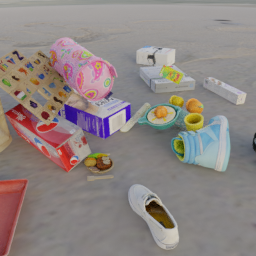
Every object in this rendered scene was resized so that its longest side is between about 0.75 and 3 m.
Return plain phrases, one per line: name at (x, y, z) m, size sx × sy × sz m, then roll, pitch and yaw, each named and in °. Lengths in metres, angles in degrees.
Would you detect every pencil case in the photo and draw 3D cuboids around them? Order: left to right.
pencil case at (-1.282, -1.635, 7.511) m, size 1.136 × 1.136 × 2.599 m, roll -15°, pitch 33°, yaw -25°

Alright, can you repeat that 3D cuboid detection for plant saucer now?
plant saucer at (-3.196, 1.887, 5.584) m, size 2.092 × 0.384 × 2.089 m, roll -4°, pitch 30°, yaw -6°

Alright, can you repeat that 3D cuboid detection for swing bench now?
swing bench at (-4.424, -0.663, 8.077) m, size 1.557 × 2.387 × 2.400 m, roll -20°, pitch 35°, yaw -31°

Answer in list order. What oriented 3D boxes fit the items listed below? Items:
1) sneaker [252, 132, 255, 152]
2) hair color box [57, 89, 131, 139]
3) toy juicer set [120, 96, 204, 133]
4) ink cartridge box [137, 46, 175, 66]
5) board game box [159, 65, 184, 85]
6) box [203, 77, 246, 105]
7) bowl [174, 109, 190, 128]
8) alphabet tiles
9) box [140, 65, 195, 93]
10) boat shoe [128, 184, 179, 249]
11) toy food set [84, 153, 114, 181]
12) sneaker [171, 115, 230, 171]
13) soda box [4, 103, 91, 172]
sneaker at (4.071, 0.652, 7.439) m, size 0.858 × 0.743 × 1.901 m, roll 3°, pitch 29°, yaw 0°
hair color box at (-1.311, -0.611, 9.607) m, size 2.562 × 0.830 × 1.400 m, roll 19°, pitch 35°, yaw 34°
toy juicer set at (1.136, -0.576, 9.001) m, size 2.647 × 0.720 × 1.684 m, roll 1°, pitch 43°, yaw 22°
ink cartridge box at (1.572, -4.012, 15.693) m, size 1.834 × 0.768 × 1.331 m, roll 14°, pitch 32°, yaw 24°
board game box at (1.638, -2.032, 10.618) m, size 0.840 × 0.427 × 0.200 m, roll 24°, pitch 21°, yaw -5°
box at (3.994, -1.605, 11.758) m, size 0.421 × 0.451 × 2.175 m, roll -12°, pitch 30°, yaw -20°
bowl at (1.707, -0.295, 9.223) m, size 0.805 × 0.805 × 0.421 m, roll 21°, pitch 78°, yaw 33°
alphabet tiles at (-2.497, -1.345, 7.723) m, size 1.982 × 0.089 × 2.371 m, roll 42°, pitch 31°, yaw -16°
box at (1.737, -2.318, 12.974) m, size 1.859 × 0.491 × 2.384 m, roll -7°, pitch 31°, yaw -13°
boat shoe at (0.495, 1.633, 5.797) m, size 0.616 × 0.606 × 1.737 m, roll -10°, pitch 31°, yaw -18°
toy food set at (-0.765, 0.927, 7.445) m, size 0.787 × 0.229 × 1.140 m, roll -5°, pitch 30°, yaw -8°
sneaker at (2.038, 0.238, 7.992) m, size 1.506 × 0.918 × 2.307 m, roll 8°, pitch 29°, yaw 11°
soda box at (-2.342, 0.108, 7.978) m, size 2.797 × 0.979 × 0.887 m, roll 25°, pitch 55°, yaw 38°
